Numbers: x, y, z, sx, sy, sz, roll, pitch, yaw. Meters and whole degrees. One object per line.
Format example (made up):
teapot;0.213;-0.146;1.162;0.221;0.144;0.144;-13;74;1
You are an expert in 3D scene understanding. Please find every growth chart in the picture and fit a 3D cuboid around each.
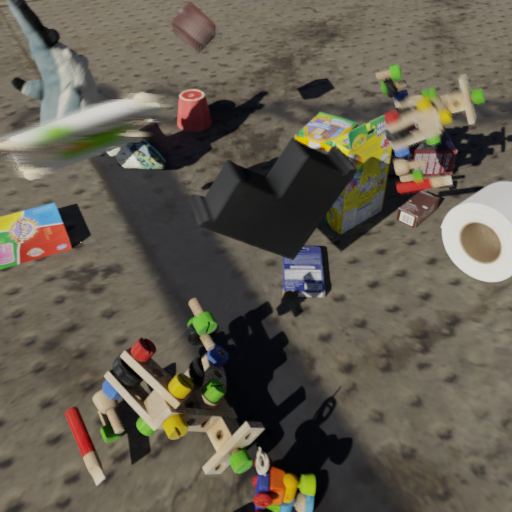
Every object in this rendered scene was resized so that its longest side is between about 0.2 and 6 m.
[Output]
growth chart;-2.499;-1.730;8.214;2.408;0.295;3.328;-24;8;-13

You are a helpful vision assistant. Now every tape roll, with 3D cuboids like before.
tape roll;4.722;-0.481;11.048;1.169;1.702;1.702;-29;49;-29

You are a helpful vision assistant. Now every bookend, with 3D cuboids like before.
bookend;0.244;-1.165;9.266;1.960;1.948;0.903;18;28;-30

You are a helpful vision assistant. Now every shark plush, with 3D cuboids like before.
shark plush;-4.035;-3.235;11.028;1.525;3.662;1.664;-6;66;0

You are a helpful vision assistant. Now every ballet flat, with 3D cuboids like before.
ballet flat;-3.305;-2.770;14.408;1.038;1.038;2.797;-23;44;-24

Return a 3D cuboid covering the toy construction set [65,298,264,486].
toy construction set;-1.173;2.381;7.935;2.607;2.174;2.003;-32;60;-5

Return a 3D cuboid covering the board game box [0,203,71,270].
board game box;-5.032;-0.408;11.976;1.803;0.364;1.379;-19;45;-20

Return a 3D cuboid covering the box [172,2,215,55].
box;-1.335;-4.873;12.013;0.731;0.600;0.607;43;85;-2

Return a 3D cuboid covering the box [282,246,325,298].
box;0.935;0.307;11.271;0.814;0.218;1.343;1;43;1

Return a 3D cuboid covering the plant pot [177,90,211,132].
plant pot;-1.780;-4.135;15.816;1.012;0.896;1.012;-1;41;1

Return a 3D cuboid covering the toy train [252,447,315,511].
toy train;0.397;2.963;7.340;0.852;1.472;0.623;4;41;-2

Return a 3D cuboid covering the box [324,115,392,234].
box;2.189;-1.796;11.966;1.442;2.457;0.594;-29;49;-29

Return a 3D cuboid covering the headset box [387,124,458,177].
headset box;4.026;-2.745;14.293;2.107;0.814;1.568;-1;41;1

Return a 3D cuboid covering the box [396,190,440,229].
box;3.684;-1.067;12.730;0.502;0.376;1.003;31;48;30

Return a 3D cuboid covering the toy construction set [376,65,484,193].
toy construction set;3.234;-2.290;10.008;1.625;2.114;1.763;-6;3;25

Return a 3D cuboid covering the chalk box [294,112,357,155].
chalk box;1.840;-2.858;14.209;1.087;1.093;1.756;23;48;24
